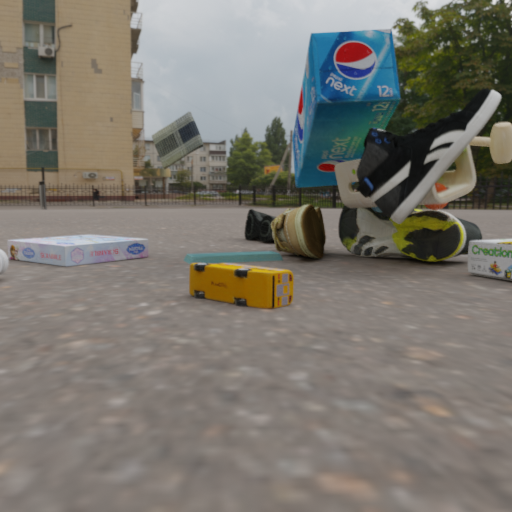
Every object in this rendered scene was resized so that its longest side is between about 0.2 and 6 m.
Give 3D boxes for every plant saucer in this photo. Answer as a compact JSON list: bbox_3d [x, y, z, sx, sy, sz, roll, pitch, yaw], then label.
[{"bbox_3d":[-0.385,0.023,9.427,1.608,0.153,0.562,-3,6,-18],"label":"plant saucer"}]

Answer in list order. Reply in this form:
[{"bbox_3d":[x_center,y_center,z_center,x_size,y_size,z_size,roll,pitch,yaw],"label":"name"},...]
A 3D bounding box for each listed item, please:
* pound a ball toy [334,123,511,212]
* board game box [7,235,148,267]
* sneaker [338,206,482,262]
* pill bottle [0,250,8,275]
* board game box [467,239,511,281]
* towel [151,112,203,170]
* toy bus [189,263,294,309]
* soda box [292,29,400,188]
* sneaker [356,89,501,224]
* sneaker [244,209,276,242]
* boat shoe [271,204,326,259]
[{"bbox_3d":[2.603,-1.262,8.708,1.549,1.009,2.376,-22,14,-28],"label":"pound a ball toy"},{"bbox_3d":[-3.070,-0.121,9.718,1.702,0.350,1.698,5,8,38],"label":"board game box"},{"bbox_3d":[2.611,-0.361,9.838,1.188,1.045,2.807,6,9,-36],"label":"sneaker"},{"bbox_3d":[-3.485,0.116,6.938,0.479,0.479,0.853,1,5,10],"label":"pill bottle"},{"bbox_3d":[4.605,0.041,7.386,2.952,0.511,1.864,-3,6,-23],"label":"board game box"},{"bbox_3d":[-1.941,-2.831,13.817,1.212,1.167,0.209,-28,-27,11],"label":"towel"},{"bbox_3d":[-0.193,0.284,5.818,1.149,0.374,0.450,6,8,43],"label":"toy bus"},{"bbox_3d":[1.394,-2.349,9.763,1.245,1.178,3.672,-3,-13,-1],"label":"soda box"},{"bbox_3d":[2.075,-1.521,7.238,1.132,2.023,0.739,40,12,8],"label":"sneaker"},{"bbox_3d":[0.349,-0.648,13.631,0.936,0.783,2.063,8,10,-24],"label":"sneaker"},{"bbox_3d":[0.737,-0.399,10.212,0.892,0.995,2.688,-11,1,12],"label":"boat shoe"}]
